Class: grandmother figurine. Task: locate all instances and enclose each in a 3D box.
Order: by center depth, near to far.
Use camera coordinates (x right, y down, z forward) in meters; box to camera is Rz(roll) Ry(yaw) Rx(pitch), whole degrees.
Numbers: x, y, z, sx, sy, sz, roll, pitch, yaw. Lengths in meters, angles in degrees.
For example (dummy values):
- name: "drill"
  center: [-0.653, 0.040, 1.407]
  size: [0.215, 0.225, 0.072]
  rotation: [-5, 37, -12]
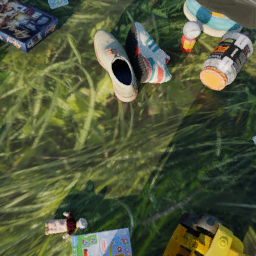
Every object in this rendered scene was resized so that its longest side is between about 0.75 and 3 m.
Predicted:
- name: "grandmother figurine"
  center: [-1.734, 2.748, 7.978]
  size: [1.156, 0.350, 0.701]
  rotation: [-2, 88, -4]

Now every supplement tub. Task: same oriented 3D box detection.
- name: "supplement tub"
  center: [3.378, -2.292, 9.698]
  size: [1.171, 1.171, 1.912]
  rotation: [33, 69, 13]

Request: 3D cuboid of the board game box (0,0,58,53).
- name: "board game box"
  center: [-4.344, -4.067, 10.653]
  size: [2.752, 0.476, 1.864]
  rotation: [28, 57, 11]

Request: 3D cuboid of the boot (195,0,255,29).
- name: "boot"
  center: [2.646, -3.840, 7.182]
  size: [2.480, 0.895, 1.873]
  rotation: [26, 66, -12]

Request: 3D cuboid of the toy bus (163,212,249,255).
- name: "toy bus"
  center: [2.227, 3.442, 6.374]
  size: [2.749, 2.864, 1.943]
  rotation: [30, 73, 5]

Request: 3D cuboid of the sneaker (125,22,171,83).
- name: "sneaker"
  center: [0.764, -2.677, 10.145]
  size: [1.275, 0.960, 2.727]
  rotation: [3, 55, -27]

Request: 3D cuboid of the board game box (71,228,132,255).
- name: "board game box"
  center: [-0.690, 3.480, 7.656]
  size: [1.611, 0.295, 1.219]
  rotation: [-7, 66, -4]

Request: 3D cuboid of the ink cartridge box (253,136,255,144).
- name: "ink cartridge box"
  center: [4.949, 0.784, 8.636]
  size: [1.134, 0.657, 1.947]
  rotation: [-26, 69, -11]

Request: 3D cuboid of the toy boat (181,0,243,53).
- name: "toy boat"
  center: [2.944, -4.034, 10.374]
  size: [2.398, 1.326, 2.853]
  rotation: [37, 71, 14]

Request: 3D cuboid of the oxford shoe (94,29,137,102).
- name: "oxford shoe"
  center: [-0.389, -2.393, 9.696]
  size: [1.036, 1.080, 2.927]
  rotation: [-24, 74, -10]

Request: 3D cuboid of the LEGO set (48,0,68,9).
- name: "LEGO set"
  center: [-2.373, -6.109, 11.722]
  size: [2.390, 0.587, 1.785]
  rotation: [-21, 72, -9]
